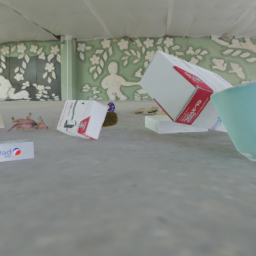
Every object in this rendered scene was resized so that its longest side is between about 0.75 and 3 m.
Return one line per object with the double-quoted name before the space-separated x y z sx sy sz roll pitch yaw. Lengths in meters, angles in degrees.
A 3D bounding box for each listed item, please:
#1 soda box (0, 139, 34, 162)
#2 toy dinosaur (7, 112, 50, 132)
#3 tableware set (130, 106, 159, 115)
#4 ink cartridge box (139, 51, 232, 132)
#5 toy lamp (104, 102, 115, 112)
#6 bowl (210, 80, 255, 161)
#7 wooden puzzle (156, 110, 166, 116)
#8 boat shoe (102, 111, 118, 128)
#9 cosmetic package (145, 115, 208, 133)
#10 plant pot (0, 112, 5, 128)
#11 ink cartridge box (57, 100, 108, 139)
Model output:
"soda box" -2.538 0.475 5.775 1.105 0.377 0.351 -5 9 -33
"toy dinosaur" -3.603 -0.148 10.086 0.949 0.601 1.400 14 20 39
"tableware set" 1.161 -1.026 17.836 1.829 0.367 1.209 -2 17 39
"ink cartridge box" 2.209 -1.050 8.812 2.985 1.236 2.175 9 32 -37
"toy lamp" -2.144 -1.348 18.667 0.814 0.814 2.797 7 8 43
"bowl" 3.078 -0.145 5.392 2.719 1.422 2.719 -8 -3 0
"wooden puzzle" 3.185 -1.331 14.836 2.693 0.542 2.911 -41 19 -21
"boat shoe" -1.404 -0.222 10.307 2.088 0.773 0.693 -2 -5 -32
"cosmetic package" 1.750 -0.175 10.336 1.905 0.492 1.436 -2 12 -15
"plant pot" -5.547 -0.444 11.150 0.967 0.857 0.968 -5 9 -36
"ink cartridge box" -1.434 -0.283 8.597 1.431 1.050 0.593 6 -15 42
